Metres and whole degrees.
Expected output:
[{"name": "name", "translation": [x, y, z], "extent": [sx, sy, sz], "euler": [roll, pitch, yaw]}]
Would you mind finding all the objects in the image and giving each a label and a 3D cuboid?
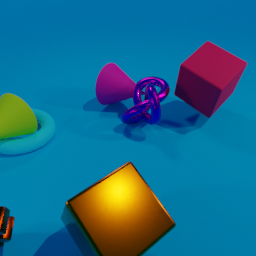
[{"name": "cone", "translation": [-2.741, -0.016, 6.012], "extent": [1.084, 1.084, 1.088], "euler": [16, 41, 22]}, {"name": "gear", "translation": [-2.396, 1.265, 3.608], "extent": [1.686, 1.686, 0.312], "euler": [-2, 56, -3]}, {"name": "ring", "translation": [-2.612, 0.034, 6.772], "extent": [1.664, 0.333, 1.664], "euler": [2, 36, -2]}, {"name": "cone", "translation": [-0.042, -1.068, 7.649], "extent": [1.213, 1.208, 1.208], "euler": [18, 38, 28]}, {"name": "cube", "translation": [-0.190, 1.263, 3.819], "extent": [1.022, 1.022, 1.022], "euler": [-29, 75, -28]}, {"name": "knot shape", "translation": [0.381, -0.560, 6.922], "extent": [0.681, 1.379, 1.474], "euler": [32, 34, -19]}, {"name": "cube", "translation": [1.993, -1.198, 6.949], "extent": [1.138, 1.138, 1.138], "euler": [38, 66, 21]}]
